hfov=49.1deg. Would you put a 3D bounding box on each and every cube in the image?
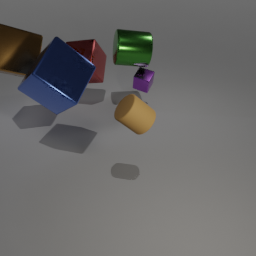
[{"bbox_3d":[0.665,-2.055,12.004,0.700,0.700,0.700,21,55,12],"label":"cube"},{"bbox_3d":[-2.049,-1.442,8.080,1.400,1.400,1.400,-16,46,52],"label":"cube"},{"bbox_3d":[-3.813,-2.509,9.401,1.400,1.400,1.400,7,4,-32],"label":"cube"},{"bbox_3d":[-1.897,-2.883,12.343,1.400,1.400,1.400,1,74,18],"label":"cube"}]

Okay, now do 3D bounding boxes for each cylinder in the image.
[{"bbox_3d":[0.161,-0.309,6.451,0.700,0.700,0.700,35,17,-29],"label":"cylinder"},{"bbox_3d":[0.163,-3.239,11.419,1.400,1.400,1.400,2,30,-12],"label":"cylinder"}]
